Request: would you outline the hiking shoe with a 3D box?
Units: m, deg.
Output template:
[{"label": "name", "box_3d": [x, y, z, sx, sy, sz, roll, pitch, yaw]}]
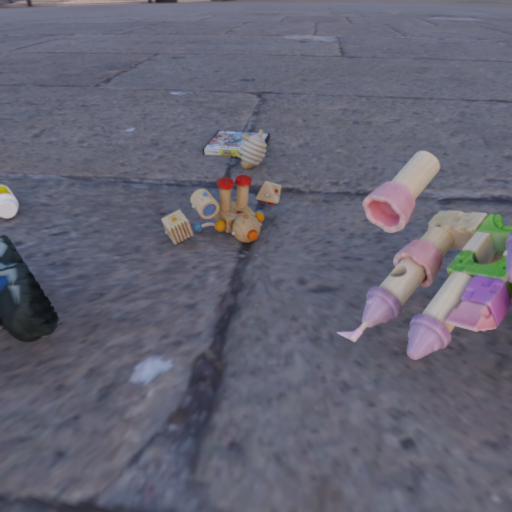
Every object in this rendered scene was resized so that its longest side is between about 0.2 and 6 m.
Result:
[{"label": "hiking shoe", "box_3d": [-3.210, 0.575, 6.893, 1.085, 0.931, 2.503, -33, 29, -19]}]

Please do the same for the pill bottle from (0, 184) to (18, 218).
[{"label": "pill bottle", "box_3d": [-4.537, -0.965, 10.016, 0.449, 0.449, 0.823, -18, 34, -28]}]

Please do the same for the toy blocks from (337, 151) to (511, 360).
[{"label": "toy blocks", "box_3d": [2.461, 0.469, 6.197, 2.200, 2.613, 2.442, -47, 33, -23]}]

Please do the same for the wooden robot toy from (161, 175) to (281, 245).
[{"label": "wooden robot toy", "box_3d": [-0.347, -0.645, 9.096, 2.197, 0.968, 0.997, -15, 44, -24]}]

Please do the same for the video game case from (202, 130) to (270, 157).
[{"label": "video game case", "box_3d": [-0.445, -2.672, 13.288, 1.325, 0.187, 1.466, 5, 30, 10]}]

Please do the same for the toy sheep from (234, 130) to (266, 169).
[{"label": "toy sheep", "box_3d": [-0.083, -2.270, 11.927, 0.622, 0.902, 0.622, 21, 18, -7]}]
